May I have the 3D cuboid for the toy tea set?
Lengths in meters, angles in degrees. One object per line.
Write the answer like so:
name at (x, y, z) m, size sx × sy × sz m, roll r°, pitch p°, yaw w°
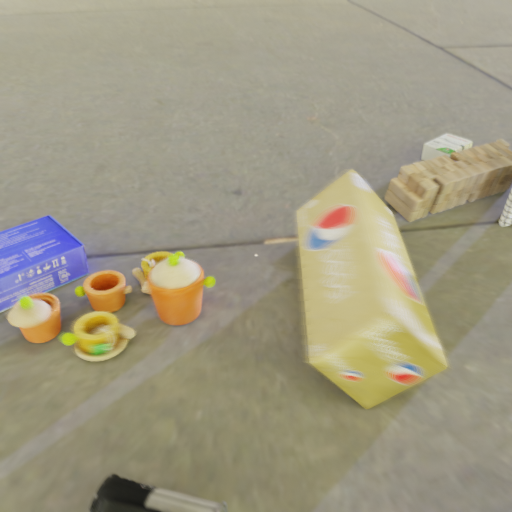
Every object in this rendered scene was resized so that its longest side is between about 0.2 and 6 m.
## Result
toy tea set at (-1.849, 0.456, 7.279) m, size 2.556 × 0.946 × 1.520 m, roll -23°, pitch 40°, yaw -29°

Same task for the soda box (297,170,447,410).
soda box at (1.307, 0.246, 7.183) m, size 1.103 × 1.042 × 3.255 m, roll -36°, pitch 26°, yaw 23°

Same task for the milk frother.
milk frother at (-0.928, 2.540, 4.623) m, size 1.078 × 1.035 × 1.146 m, roll 8°, pitch 79°, yaw 12°

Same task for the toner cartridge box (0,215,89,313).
toner cartridge box at (-3.811, 0.282, 7.912) m, size 2.536 × 0.548 × 1.205 m, roll -26°, pitch 41°, yaw -33°

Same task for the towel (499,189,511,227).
towel at (4.934, -1.345, 9.448) m, size 0.775 × 1.499 × 1.811 m, roll 26°, pitch 42°, yaw 27°

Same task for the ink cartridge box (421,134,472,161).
ink cartridge box at (3.957, -2.181, 11.611) m, size 0.881 × 0.366 × 0.646 m, roll -27°, pitch 43°, yaw -33°

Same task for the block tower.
block tower at (3.630, -1.383, 10.066) m, size 2.621 × 0.708 × 0.758 m, roll -19°, pitch 52°, yaw -24°
